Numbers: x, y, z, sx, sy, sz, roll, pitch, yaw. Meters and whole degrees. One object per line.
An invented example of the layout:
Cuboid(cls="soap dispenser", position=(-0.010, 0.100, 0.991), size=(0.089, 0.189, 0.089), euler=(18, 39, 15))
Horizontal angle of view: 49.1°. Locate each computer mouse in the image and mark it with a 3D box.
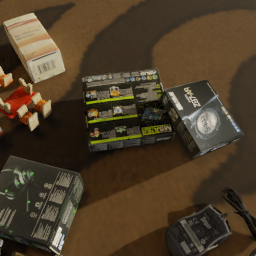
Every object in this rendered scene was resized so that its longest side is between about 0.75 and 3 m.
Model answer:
Cuboid(cls="computer mouse", position=(2.082, 2.588, 6.502), size=(2.388, 0.550, 1.677), euler=(-26, 60, -25))

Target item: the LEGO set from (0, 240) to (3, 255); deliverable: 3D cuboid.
Cuboid(cls="LEGO set", position=(-3.460, 2.966, 6.248), size=(1.330, 0.507, 0.546), euler=(-8, 59, -13))

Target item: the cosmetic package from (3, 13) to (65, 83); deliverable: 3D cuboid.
Cuboid(cls="cosmetic package", position=(-3.298, -2.840, 9.801), size=(1.213, 1.024, 2.347), euler=(-28, 61, -18))

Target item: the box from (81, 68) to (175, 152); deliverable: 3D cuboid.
Cuboid(cls="box", position=(-0.063, -0.609, 8.457), size=(2.486, 0.591, 2.401), euler=(-8, 65, -6))

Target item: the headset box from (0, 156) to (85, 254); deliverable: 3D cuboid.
Cuboid(cls="headset box", position=(-2.334, 1.798, 6.734), size=(2.029, 0.941, 1.766), euler=(12, 58, 8))

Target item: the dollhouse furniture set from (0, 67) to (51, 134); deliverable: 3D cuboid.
Cuboid(cls="dollhouse furniture set", position=(-3.507, -0.522, 8.146), size=(1.934, 0.997, 1.914), euler=(33, 60, 9))

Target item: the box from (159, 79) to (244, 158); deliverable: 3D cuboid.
Cuboid(cls="box", position=(2.093, -0.344, 8.073), size=(1.656, 0.450, 2.068), euler=(-16, 67, -25))

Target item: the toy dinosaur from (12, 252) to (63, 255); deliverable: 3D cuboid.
Cuboid(cls="toy dinosaur", position=(-1.697, 3.300, 6.035), size=(0.937, 0.504, 2.125), euler=(-36, 60, -14))
